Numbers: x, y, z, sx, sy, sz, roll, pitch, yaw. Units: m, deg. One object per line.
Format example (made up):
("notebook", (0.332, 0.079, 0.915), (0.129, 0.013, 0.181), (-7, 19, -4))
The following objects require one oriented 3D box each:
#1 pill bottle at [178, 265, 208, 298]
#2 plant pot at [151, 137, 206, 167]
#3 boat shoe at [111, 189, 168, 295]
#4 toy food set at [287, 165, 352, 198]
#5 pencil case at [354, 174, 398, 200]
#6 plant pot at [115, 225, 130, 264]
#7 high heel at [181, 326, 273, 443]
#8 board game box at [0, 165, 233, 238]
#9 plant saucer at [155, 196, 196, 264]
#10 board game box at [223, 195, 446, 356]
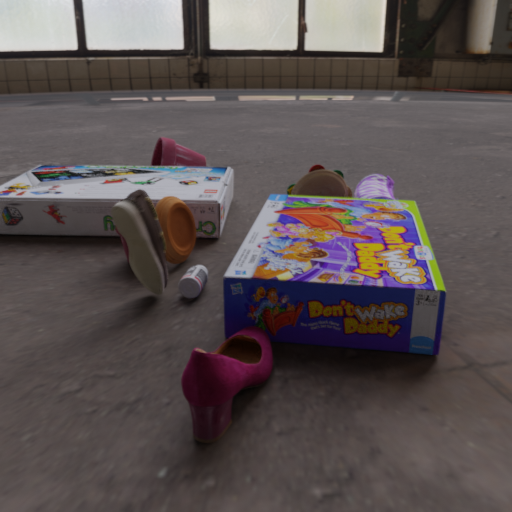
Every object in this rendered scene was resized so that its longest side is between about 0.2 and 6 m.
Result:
("pill bottle", (-1.035, 0.408, 9.433), (0.386, 0.386, 0.697), (4, 21, 10))
("plant pot", (-2.158, -2.457, 15.627), (1.326, 1.482, 1.482), (8, 17, -21))
("boat shoe", (-1.707, -0.180, 8.830), (0.658, 1.831, 0.545), (11, 44, 28))
("toy food set", (1.420, -1.366, 12.569), (1.369, 1.355, 0.333), (-31, 32, 10))
("pencil case", (2.731, -1.186, 12.611), (0.991, 1.009, 2.360), (41, 20, -10))
("plant pot", (-2.148, -0.318, 10.625), (0.980, 0.877, 0.980), (0, 21, 0))
("high heel", (-0.242, 1.112, 6.648), (0.755, 1.077, 2.239), (4, 22, 11))
("board game box", (-3.255, -1.389, 13.331), (5.220, 0.903, 3.296), (1, 21, 3))
("plant saucer", (-1.475, -0.491, 10.450), (0.239, 1.278, 1.278), (-6, 17, 25))
("board game box", (1.364, 0.035, 9.556), (2.964, 0.987, 4.408), (3, 21, 9))
